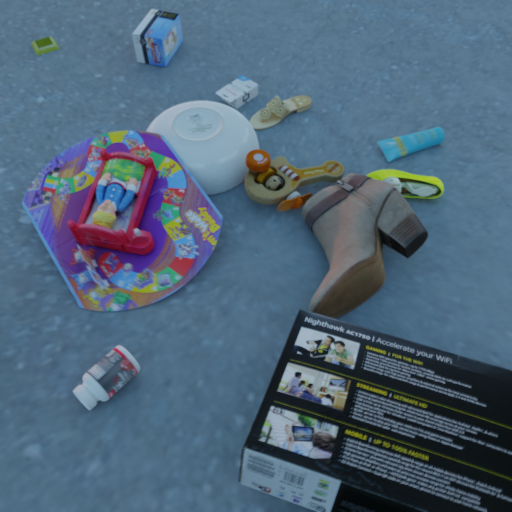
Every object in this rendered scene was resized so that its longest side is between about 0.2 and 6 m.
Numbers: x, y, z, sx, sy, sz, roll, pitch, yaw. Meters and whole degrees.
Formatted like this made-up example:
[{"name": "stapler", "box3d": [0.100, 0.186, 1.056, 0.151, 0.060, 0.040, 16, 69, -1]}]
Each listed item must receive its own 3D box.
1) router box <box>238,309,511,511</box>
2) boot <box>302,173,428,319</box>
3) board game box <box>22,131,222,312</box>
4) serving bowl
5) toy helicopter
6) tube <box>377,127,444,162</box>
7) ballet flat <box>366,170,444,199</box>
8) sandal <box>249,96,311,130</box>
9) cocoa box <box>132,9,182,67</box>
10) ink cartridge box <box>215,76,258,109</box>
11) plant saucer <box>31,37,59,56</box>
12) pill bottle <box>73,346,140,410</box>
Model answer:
[{"name": "router box", "box3d": [1.863, 2.307, 7.517, 3.539, 0.904, 2.640, 16, 40, 11]}, {"name": "boot", "box3d": [1.510, -0.297, 9.907, 2.823, 0.992, 2.064, -34, 51, -15]}, {"name": "board game box", "box3d": [-2.438, -0.925, 9.924, 2.952, 0.727, 3.736, -31, 69, -13]}, {"name": "serving bowl", "box3d": [-1.160, -2.395, 11.465, 2.480, 0.816, 2.480, 0, 52, 0]}, {"name": "toy helicopter", "box3d": [0.789, -1.432, 10.788, 2.026, 0.799, 1.340, -13, 56, -14]}, {"name": "tube", "box3d": [3.264, -2.364, 11.765, 1.358, 0.342, 0.526, -18, 64, -9]}, {"name": "ballet flat", "box3d": [2.861, -1.346, 10.815, 1.560, 0.521, 0.523, 5, 30, 0]}, {"name": "sandal", "box3d": [0.522, -3.332, 12.345, 1.591, 0.523, 0.583, -26, 57, -18]}, {"name": "cocoa box", "box3d": [-2.380, -5.315, 13.663, 0.778, 0.790, 1.185, 13, 54, 10]}, {"name": "ink cartridge box", "box3d": [-0.443, -3.687, 12.752, 0.519, 0.299, 0.896, 38, 62, 25]}, {"name": "plant saucer", "box3d": [-5.318, -5.303, 14.071, 0.571, 0.137, 0.572, -24, 57, -17]}, {"name": "pill bottle", "box3d": [-2.267, 1.848, 8.451, 0.524, 0.524, 0.946, 35, 61, 23]}]
